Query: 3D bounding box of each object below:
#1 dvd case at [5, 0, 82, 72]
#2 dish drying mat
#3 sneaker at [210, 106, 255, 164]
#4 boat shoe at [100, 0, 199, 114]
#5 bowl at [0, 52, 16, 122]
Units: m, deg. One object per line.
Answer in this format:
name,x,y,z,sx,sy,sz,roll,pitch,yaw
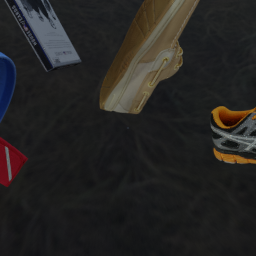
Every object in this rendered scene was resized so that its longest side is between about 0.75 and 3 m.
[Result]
dvd case,-1.576,-1.906,5.178,0.213,1.721,1.293,-25,10,19
dish drying mat,-2.938,0.318,5.462,0.180,1.972,0.758,-4,48,50
sneaker,2.461,0.074,4.701,1.017,1.004,2.599,-36,20,-36
boat shoe,0.435,-1.257,4.811,0.972,2.811,1.036,17,49,-21
bowl,-2.289,0.014,3.488,0.462,2.353,2.353,31,56,-6
